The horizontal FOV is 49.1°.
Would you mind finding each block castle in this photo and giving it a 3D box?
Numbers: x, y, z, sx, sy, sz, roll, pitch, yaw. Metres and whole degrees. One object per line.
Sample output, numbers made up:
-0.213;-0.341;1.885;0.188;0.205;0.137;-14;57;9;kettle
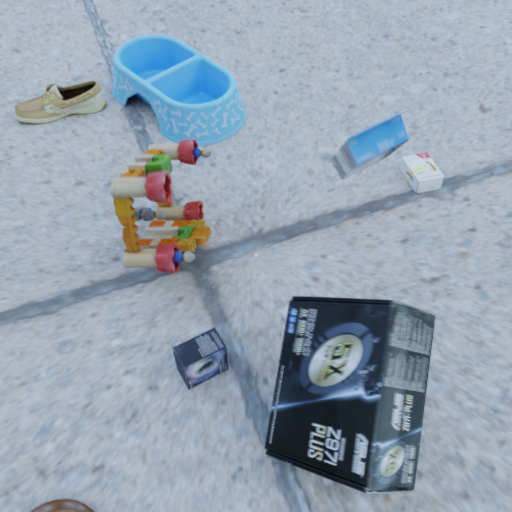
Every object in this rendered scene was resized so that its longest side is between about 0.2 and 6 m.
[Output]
-1.453;-0.903;9.629;1.208;1.721;2.576;0;25;6;block castle

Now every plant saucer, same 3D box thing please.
-2.622;3.893;7.348;1.321;0.228;1.321;0;50;0;plant saucer

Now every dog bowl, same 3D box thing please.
-1.946;-4.100;13.414;2.161;0.961;3.877;-37;59;-26;dog bowl

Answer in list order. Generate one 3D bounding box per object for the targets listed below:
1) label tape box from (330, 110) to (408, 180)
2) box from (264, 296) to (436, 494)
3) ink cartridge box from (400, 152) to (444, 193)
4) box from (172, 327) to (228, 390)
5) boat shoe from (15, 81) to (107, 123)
1.856;-1.757;8.982;0.988;1.379;0.456;-27;89;-8;label tape box
1.207;1.730;7.413;1.840;0.967;2.247;-1;74;50;box
3.516;-1.773;11.897;0.600;0.345;0.827;-12;52;-10;ink cartridge box
-0.867;1.634;8.855;0.745;0.751;0.463;-24;55;-17;box
-4.673;-3.712;13.246;2.132;0.708;0.789;-16;53;-13;boat shoe
